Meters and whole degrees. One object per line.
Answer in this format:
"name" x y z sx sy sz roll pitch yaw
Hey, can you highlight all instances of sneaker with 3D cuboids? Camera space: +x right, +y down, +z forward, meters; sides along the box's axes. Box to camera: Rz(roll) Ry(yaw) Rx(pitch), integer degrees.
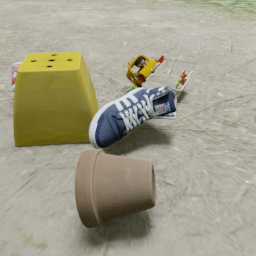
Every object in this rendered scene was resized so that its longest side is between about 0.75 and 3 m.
"sneaker" 0.277 -0.345 7.341 1.490 0.962 2.746 4 33 39

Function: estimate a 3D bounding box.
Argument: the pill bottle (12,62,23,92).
"pill bottle" -3.650 -1.584 9.693 0.696 0.696 1.240 -5 73 -8

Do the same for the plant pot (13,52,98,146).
"plant pot" -2.089 -1.011 8.215 2.314 2.041 2.314 -3 31 -5

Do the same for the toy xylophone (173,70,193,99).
"toy xylophone" 1.912 -1.609 10.187 0.362 1.056 1.442 30 38 8

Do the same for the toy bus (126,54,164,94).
"toy bus" 0.433 -2.092 9.825 0.916 1.774 1.674 39 37 -2

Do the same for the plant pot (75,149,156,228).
"plant pot" -0.146 1.096 5.261 1.289 1.478 1.478 -4 31 9
